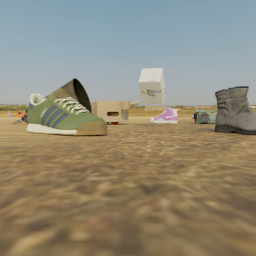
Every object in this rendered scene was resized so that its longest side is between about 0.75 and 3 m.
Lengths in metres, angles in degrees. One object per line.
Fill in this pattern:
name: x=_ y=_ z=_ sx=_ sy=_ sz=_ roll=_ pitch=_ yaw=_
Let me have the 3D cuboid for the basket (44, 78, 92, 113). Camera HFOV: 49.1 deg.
basket: x=-3.034 y=-1.158 z=13.254 sx=2.050 sy=1.848 sz=1.394 roll=-18 pitch=22 yaw=15

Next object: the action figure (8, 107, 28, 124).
action figure: x=-5.398 y=-0.451 z=15.351 sx=1.731 sy=0.936 sz=1.790 roll=9 pitch=-19 yaw=26

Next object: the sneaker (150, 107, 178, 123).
sneaker: x=2.232 y=-0.796 z=17.405 sx=1.783 sy=1.017 sz=0.646 roll=0 pitch=4 yaw=25

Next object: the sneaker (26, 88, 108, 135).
sneaker: x=-1.884 y=-0.489 z=8.048 sx=2.943 sy=1.321 sz=0.987 roll=2 pitch=3 yaw=33

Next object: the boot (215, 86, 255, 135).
boot: x=3.440 y=-0.550 z=8.136 sx=0.762 sy=1.438 sz=2.184 roll=-1 pitch=3 yaw=-43

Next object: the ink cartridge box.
ink cartridge box: x=1.024 y=-1.740 z=11.626 sx=0.897 sy=0.901 sz=1.240 roll=2 pitch=-41 yaw=15

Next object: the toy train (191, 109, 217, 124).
toy train: x=4.632 y=-0.570 z=15.975 sx=1.920 sy=0.818 sz=1.094 roll=2 pitch=15 yaw=-12

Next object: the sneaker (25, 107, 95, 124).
sneaker: x=-2.243 y=-0.309 z=9.527 sx=2.723 sy=0.905 sz=1.232 roll=5 pitch=2 yaw=28

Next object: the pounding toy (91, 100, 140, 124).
pounding toy: x=-0.517 y=-0.788 z=14.722 sx=2.391 sy=1.245 sz=2.722 roll=-1 pitch=3 yaw=-18
